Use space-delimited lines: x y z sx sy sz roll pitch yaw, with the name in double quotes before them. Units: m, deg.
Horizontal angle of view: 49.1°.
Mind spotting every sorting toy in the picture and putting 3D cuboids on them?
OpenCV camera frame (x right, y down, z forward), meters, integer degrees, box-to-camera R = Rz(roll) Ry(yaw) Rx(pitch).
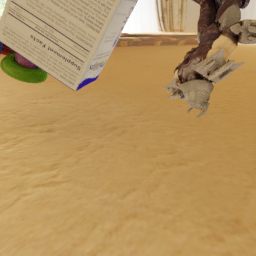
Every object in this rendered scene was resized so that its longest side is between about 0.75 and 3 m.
"sorting toy" -3.360 -2.474 8.257 1.597 1.091 2.658 -11 48 -48

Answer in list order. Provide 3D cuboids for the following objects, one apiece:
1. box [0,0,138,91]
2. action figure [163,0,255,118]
"box" -1.560 -2.915 7.315 2.610 2.837 1.489 34 26 1
"action figure" 1.406 -1.472 4.402 0.998 2.876 1.872 25 -18 -25
